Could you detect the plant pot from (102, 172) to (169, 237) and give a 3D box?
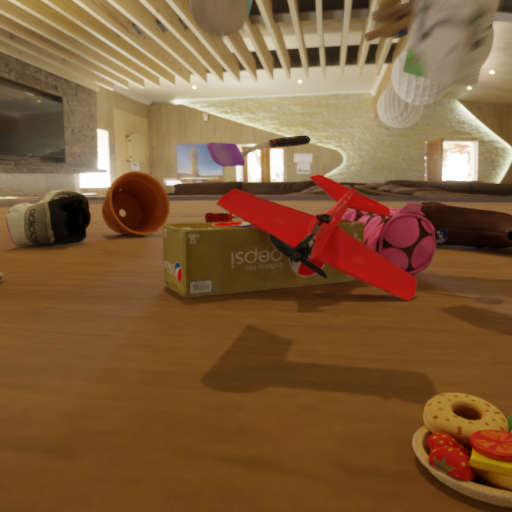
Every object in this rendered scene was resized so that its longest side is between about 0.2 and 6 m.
[{"bbox_3d":[-3.177,-1.212,14.235,1.622,1.622,1.135,-6,-6,-38],"label":"plant pot"}]

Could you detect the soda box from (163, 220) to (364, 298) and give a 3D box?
[{"bbox_3d":[0.141,-0.035,7.591,2.663,0.852,0.902,-3,9,-26],"label":"soda box"}]

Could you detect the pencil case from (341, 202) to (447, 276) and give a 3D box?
[{"bbox_3d":[2.032,-0.346,9.012,1.056,1.090,2.327,-2,7,-10],"label":"pencil case"}]

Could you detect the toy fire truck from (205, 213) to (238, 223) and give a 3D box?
[{"bbox_3d":[-0.889,-1.273,18.551,1.376,0.335,0.970,4,8,35],"label":"toy fire truck"}]

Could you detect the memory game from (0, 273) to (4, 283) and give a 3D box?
[{"bbox_3d":[-4.721,0.362,7.212,2.729,0.174,2.729,0,7,0],"label":"memory game"}]

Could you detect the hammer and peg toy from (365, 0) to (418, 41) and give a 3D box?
[{"bbox_3d":[2.461,-3.765,8.419,1.497,0.718,2.035,-4,18,24],"label":"hammer and peg toy"}]

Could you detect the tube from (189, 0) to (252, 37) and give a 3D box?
[{"bbox_3d":[-0.197,-2.716,5.489,0.510,0.783,2.022,32,35,-16],"label":"tube"}]

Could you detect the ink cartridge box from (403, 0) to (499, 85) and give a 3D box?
[{"bbox_3d":[2.233,-2.624,6.454,0.474,1.127,0.823,-10,31,-27],"label":"ink cartridge box"}]

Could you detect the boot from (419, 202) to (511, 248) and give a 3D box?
[{"bbox_3d":[4.305,-0.588,11.247,2.616,0.946,2.176,1,6,-13],"label":"boot"}]

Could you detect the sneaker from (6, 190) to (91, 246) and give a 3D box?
[{"bbox_3d":[-4.305,-0.855,12.758,1.359,1.146,3.107,1,12,5],"label":"sneaker"}]

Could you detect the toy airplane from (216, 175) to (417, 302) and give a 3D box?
[{"bbox_3d":[0.984,-0.426,7.280,2.755,0.507,2.755,17,28,-9],"label":"toy airplane"}]

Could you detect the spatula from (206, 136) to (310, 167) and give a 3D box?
[{"bbox_3d":[0.101,-2.003,10.376,2.021,0.571,0.208,-14,-27,-16],"label":"spatula"}]

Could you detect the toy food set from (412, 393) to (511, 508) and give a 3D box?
[{"bbox_3d":[1.230,0.950,2.779,0.868,0.213,0.877,4,8,28],"label":"toy food set"}]
